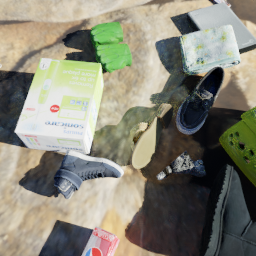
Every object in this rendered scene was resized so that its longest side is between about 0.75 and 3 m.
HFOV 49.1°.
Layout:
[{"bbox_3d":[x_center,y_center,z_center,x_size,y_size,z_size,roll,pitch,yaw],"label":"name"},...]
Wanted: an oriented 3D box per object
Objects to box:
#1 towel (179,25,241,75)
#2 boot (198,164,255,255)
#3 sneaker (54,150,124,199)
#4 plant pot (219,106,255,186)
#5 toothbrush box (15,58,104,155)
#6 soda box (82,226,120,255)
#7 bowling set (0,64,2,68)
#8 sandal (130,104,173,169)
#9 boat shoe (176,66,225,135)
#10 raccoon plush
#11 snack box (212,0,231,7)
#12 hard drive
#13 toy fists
[{"bbox_3d":[2.976,-2.917,10.393,2.012,0.484,1.722,-9,67,14],"label":"towel"},{"bbox_3d":[3.301,2.599,7.394,2.381,1.082,2.834,21,56,4],"label":"boot"},{"bbox_3d":[-1.205,1.491,8.099,1.932,0.735,1.396,11,51,17],"label":"sneaker"},{"bbox_3d":[4.358,0.263,8.158,2.164,1.964,2.153,-27,64,-15],"label":"plant pot"},{"bbox_3d":[-2.069,-0.740,9.120,2.085,1.233,2.864,7,63,4],"label":"toothbrush box"},{"bbox_3d":[-0.918,3.579,7.026,0.627,0.692,1.977,17,63,19],"label":"soda box"},{"bbox_3d":[-5.846,-2.431,9.921,2.267,1.578,1.217,-15,60,-12],"label":"bowling set"},{"bbox_3d":[0.516,0.197,8.982,0.863,0.962,2.623,9,50,37],"label":"sandal"},{"bbox_3d":[2.535,-1.030,9.436,0.974,0.923,2.785,34,66,14],"label":"boat shoe"},{"bbox_3d":[1.669,1.365,8.481,1.375,0.665,0.922,-42,80,8],"label":"raccoon plush"},{"bbox_3d":[4.074,-5.598,12.422,0.345,0.117,0.959,-33,66,-17],"label":"snack box"},{"bbox_3d":[3.774,-3.932,11.330,1.806,0.426,2.589,-20,63,-10],"label":"hard drive"},{"bbox_3d":[-0.735,-3.101,10.673,1.239,0.836,2.431,-9,60,-13],"label":"toy fists"}]
